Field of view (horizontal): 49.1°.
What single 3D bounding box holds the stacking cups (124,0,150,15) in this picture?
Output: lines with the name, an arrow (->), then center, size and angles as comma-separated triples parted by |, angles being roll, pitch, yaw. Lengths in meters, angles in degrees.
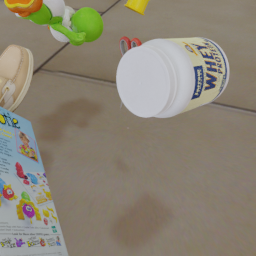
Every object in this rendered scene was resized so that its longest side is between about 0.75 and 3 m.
stacking cups -> 0.623, -4.074, 7.393 | 0.617, 2.039, 0.617 | 26, 18, -9

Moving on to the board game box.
board game box -> -1.869, 0.873, 3.719 | 1.153, 1.174, 2.238 | -32, 60, 11

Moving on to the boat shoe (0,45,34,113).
boat shoe -> -2.376, -0.588, 4.873 | 0.785, 0.736, 2.129 | 16, 79, 25

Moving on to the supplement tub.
supplement tub -> 0.537, -0.597, 3.256 | 0.861, 0.861, 1.188 | 35, 36, 32

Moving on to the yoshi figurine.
yoshi figurine -> -1.391, -2.594, 6.209 | 1.442, 2.575, 1.447 | 39, 98, 18

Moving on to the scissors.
scissors -> 0.016, -0.872, 5.076 | 0.112, 1.609, 0.589 | -24, 45, -32
